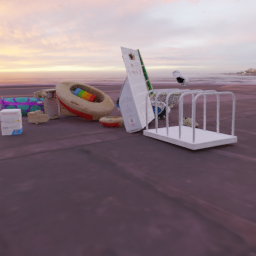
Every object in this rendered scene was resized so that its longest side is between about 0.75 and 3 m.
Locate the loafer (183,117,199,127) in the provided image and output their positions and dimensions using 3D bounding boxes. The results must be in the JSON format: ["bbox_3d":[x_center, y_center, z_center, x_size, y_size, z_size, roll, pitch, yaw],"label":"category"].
[{"bbox_3d":[2.469,-0.236,11.209,0.354,0.320,0.936,-6,13,-26],"label":"loafer"}]

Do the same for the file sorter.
[{"bbox_3d":[1.869,-0.407,8.823,1.731,1.553,2.495,-7,12,-29],"label":"file sorter"}]

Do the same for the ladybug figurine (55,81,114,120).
[{"bbox_3d":[-2.000,-1.179,12.558,2.811,1.011,1.908,26,35,7],"label":"ladybug figurine"}]

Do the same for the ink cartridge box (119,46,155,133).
[{"bbox_3d":[0.174,-1.490,10.756,0.838,2.939,2.388,-17,6,19],"label":"ink cartridge box"}]

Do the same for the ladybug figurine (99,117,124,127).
[{"bbox_3d":[-0.630,-0.240,11.107,1.015,0.365,0.689,1,12,3],"label":"ladybug figurine"}]

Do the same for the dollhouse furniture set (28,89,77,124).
[{"bbox_3d":[-3.184,-1.042,12.580,1.173,1.374,2.650,2,12,20],"label":"dollhouse furniture set"}]

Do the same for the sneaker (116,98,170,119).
[{"bbox_3d":[0.751,-0.953,13.452,2.722,1.020,1.180,15,11,23],"label":"sneaker"}]

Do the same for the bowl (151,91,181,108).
[{"bbox_3d":[2.239,-1.729,16.759,2.013,0.944,2.013,0,15,0],"label":"bowl"}]

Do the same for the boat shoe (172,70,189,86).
[{"bbox_3d":[1.983,-1.760,10.438,0.391,0.347,1.063,-32,-34,30],"label":"boat shoe"}]

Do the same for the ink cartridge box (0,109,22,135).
[{"bbox_3d":[-4.097,-0.223,9.859,0.616,0.836,0.605,-3,12,-12],"label":"ink cartridge box"}]

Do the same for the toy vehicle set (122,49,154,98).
[{"bbox_3d":[0.510,-2.355,12.728,0.304,2.292,1.424,-13,18,28],"label":"toy vehicle set"}]

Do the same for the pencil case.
[{"bbox_3d":[-5.010,-1.094,13.738,2.259,0.961,1.044,-5,-15,-21],"label":"pencil case"}]
